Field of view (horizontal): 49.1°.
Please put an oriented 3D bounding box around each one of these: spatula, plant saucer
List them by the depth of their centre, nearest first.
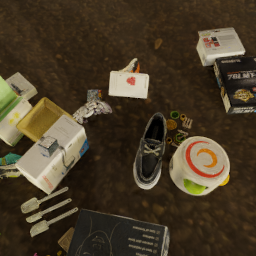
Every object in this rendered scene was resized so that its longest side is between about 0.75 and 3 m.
[{"bbox_3d":[-2.739,2.820,9.784,1.734,0.139,1.206,-25,63,-13],"label":"spatula"},{"bbox_3d":[-3.183,-0.101,11.070,1.695,0.411,1.695,36,67,2],"label":"plant saucer"}]

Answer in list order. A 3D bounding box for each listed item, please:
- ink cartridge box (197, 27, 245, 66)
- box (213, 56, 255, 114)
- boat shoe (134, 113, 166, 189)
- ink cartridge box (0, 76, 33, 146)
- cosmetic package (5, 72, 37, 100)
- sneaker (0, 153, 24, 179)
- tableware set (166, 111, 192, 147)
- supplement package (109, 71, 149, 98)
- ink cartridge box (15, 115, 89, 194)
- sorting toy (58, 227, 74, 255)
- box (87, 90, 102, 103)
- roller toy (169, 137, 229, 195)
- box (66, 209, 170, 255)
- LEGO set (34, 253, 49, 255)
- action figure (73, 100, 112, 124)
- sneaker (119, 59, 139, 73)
[{"bbox_3d":[4.236,-3.806,13.068,1.792,0.751,1.573,-8,61,-4],"label":"ink cartridge box"},{"bbox_3d":[5.321,-1.912,12.103,2.690,0.668,2.670,-3,62,-2],"label":"box"},{"bbox_3d":[0.898,0.767,10.417,1.047,0.989,2.918,14,62,8],"label":"boat shoe"},{"bbox_3d":[-4.548,-0.614,10.485,0.539,2.246,1.634,19,61,33],"label":"ink cartridge box"},{"bbox_3d":[-4.965,-1.480,11.987,1.261,0.432,1.672,39,68,22],"label":"cosmetic package"},{"bbox_3d":[-4.452,1.362,10.325,2.096,0.812,0.835,-1,49,-10],"label":"sneaker"},{"bbox_3d":[1.952,0.022,11.266,1.026,0.234,1.524,22,64,12],"label":"tableware set"},{"bbox_3d":[0.033,-1.646,10.558,1.413,0.846,0.857,5,104,0],"label":"supplement package"},{"bbox_3d":[-2.552,0.952,9.903,1.001,1.706,2.330,31,65,16],"label":"ink cartridge box"},{"bbox_3d":[-1.947,3.871,9.223,0.703,0.126,0.944,40,68,15],"label":"sorting toy"},{"bbox_3d":[-1.425,-1.226,11.978,0.621,0.181,0.906,-1,61,-1],"label":"box"},{"bbox_3d":[2.470,1.352,9.865,2.004,1.400,1.828,-17,63,-21],"label":"roller toy"},{"bbox_3d":[-0.343,4.042,8.010,2.687,1.665,2.641,7,59,16],"label":"box"},{"bbox_3d":[-2.666,4.215,8.885,0.961,0.366,0.394,19,63,9],"label":"LEGO set"},{"bbox_3d":[-1.231,-0.619,9.915,1.152,1.771,0.614,-21,93,22],"label":"action figure"},{"bbox_3d":[-0.130,-2.423,12.326,0.848,0.698,1.844,13,56,24],"label":"sneaker"}]
